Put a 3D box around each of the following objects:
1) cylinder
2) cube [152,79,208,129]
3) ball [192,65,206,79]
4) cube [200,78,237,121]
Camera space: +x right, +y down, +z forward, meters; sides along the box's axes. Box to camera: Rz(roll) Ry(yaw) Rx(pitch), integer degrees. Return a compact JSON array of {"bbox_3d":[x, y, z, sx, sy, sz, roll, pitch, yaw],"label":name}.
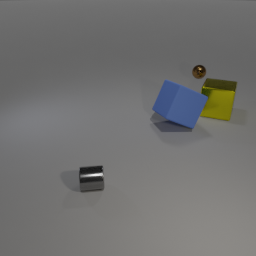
[{"bbox_3d":[-1.067,1.473,8.268,0.700,0.700,0.700,-4,29,-6],"label":"cylinder"},{"bbox_3d":[2.089,-0.996,11.455,1.400,1.400,1.400,18,12,-24],"label":"cube"},{"bbox_3d":[3.571,-2.815,14.054,0.700,0.700,0.700,0,28,0],"label":"ball"},{"bbox_3d":[4.078,-1.328,12.726,1.400,1.400,1.400,11,30,20],"label":"cube"}]
